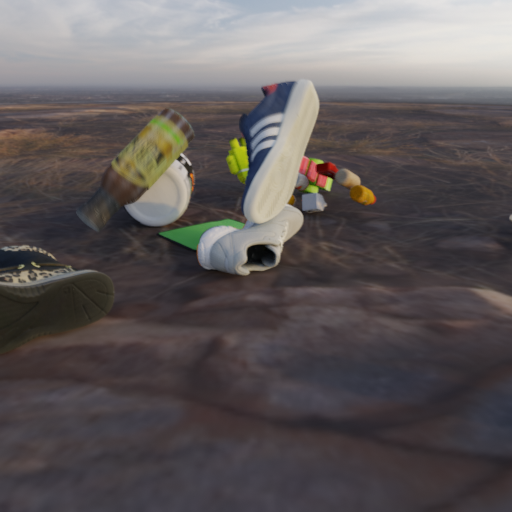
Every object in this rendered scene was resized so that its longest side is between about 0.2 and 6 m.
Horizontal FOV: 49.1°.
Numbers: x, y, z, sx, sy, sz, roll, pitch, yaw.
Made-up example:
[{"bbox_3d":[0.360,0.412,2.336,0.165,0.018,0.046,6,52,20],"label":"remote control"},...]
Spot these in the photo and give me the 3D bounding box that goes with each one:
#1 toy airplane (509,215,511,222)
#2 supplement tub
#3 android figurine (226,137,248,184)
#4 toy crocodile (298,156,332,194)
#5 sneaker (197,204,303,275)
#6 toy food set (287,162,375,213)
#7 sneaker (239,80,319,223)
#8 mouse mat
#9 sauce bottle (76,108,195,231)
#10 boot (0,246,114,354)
[{"bbox_3d":[4.723,-0.442,9.300,0.793,0.562,0.796,-15,54,-7],"label":"toy airplane"},{"bbox_3d":[-1.881,-1.431,11.051,1.281,1.281,2.090,-1,19,-2],"label":"supplement tub"},{"bbox_3d":[-0.243,-2.117,12.806,0.243,1.183,1.077,-14,10,39],"label":"android figurine"},{"bbox_3d":[1.097,-1.849,12.279,0.708,0.774,2.294,15,-1,37],"label":"toy crocodile"},{"bbox_3d":[0.151,-0.172,8.435,0.961,0.791,2.090,24,37,36],"label":"sneaker"},{"bbox_3d":[1.426,-1.345,11.420,1.898,0.906,0.854,-7,-8,29],"label":"toy food set"},{"bbox_3d":[0.113,-1.631,8.643,1.051,0.933,2.488,11,65,26],"label":"sneaker"},{"bbox_3d":[-0.747,-0.392,9.940,1.665,0.063,1.339,-14,23,-37],"label":"mouse mat"},{"bbox_3d":[-2.021,-1.425,9.416,0.771,0.771,2.381,20,67,45],"label":"sauce bottle"},{"bbox_3d":[-3.011,0.436,6.407,2.265,0.818,1.711,-9,18,-40],"label":"boot"}]
